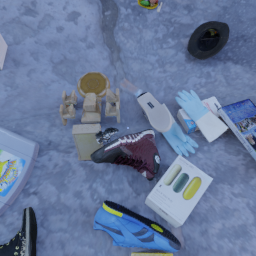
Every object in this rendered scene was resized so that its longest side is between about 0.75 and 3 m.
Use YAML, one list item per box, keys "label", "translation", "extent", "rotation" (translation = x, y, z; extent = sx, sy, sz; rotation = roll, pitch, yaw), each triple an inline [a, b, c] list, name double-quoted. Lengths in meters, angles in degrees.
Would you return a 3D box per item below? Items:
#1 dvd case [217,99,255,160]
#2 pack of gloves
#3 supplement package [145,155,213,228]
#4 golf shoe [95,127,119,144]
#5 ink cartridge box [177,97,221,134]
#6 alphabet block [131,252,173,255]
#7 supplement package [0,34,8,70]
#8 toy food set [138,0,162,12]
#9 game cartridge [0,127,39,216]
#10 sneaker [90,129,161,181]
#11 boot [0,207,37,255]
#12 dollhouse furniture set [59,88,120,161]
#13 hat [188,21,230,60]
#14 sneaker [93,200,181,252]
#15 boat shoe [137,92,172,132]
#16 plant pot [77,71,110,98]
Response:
- label: "dvd case"
  translation: [4.664, 0.248, 9.988]
  extent: [2.054, 0.253, 2.879]
  rotation: [-16, 64, -38]
- label: "pack of gloves"
  translation: [2.060, -0.268, 10.110]
  extent: [1.946, 0.457, 2.317]
  rotation: [-39, 64, 7]
- label: "supplement package"
  translation: [1.603, 2.074, 9.118]
  extent: [1.319, 1.309, 1.738]
  rotation: [36, 72, 14]
- label: "golf shoe"
  translation: [-0.663, 0.235, 8.949]
  extent: [0.809, 0.382, 0.314]
  rotation: [-19, 34, -25]
- label: "ink cartridge box"
  translation: [2.761, -0.494, 10.622]
  extent: [1.534, 0.520, 0.883]
  rotation: [-21, 67, -8]
- label: "alphabet block"
  translation: [0.696, 4.337, 8.238]
  extent: [1.206, 1.199, 1.228]
  rotation: [1, 66, -2]
- label: "supplement package"
  translation: [-5.917, -3.194, 11.513]
  extent: [1.365, 1.004, 1.306]
  rotation: [2, 67, 1]
- label: "toy food set"
  translation: [1.029, -5.925, 13.004]
  extent: [1.205, 0.394, 0.709]
  rotation: [23, 69, 10]
- label: "game cartridge"
  translation: [-4.471, 1.532, 9.792]
  extent: [1.947, 0.591, 2.920]
  rotation: [22, 69, 5]
- label: "sneaker"
  translation: [0.208, 1.073, 9.170]
  extent: [2.864, 1.084, 1.654]
  rotation: [-17, 79, -45]
- label: "boot"
  translation: [-3.711, 3.604, 8.794]
  extent: [1.558, 0.745, 2.063]
  rotation: [-7, 67, 0]
- label: "dollhouse furniture set"
  translation: [-1.339, -0.171, 10.298]
  extent: [2.109, 1.494, 2.295]
  rotation: [-3, 47, 1]
- label: "hat"
  translation: [3.415, -3.506, 11.709]
  extent: [1.893, 0.764, 1.893]
  rotation: [-15, 59, 26]
- label: "sneaker"
  translation: [0.245, 3.374, 8.894]
  extent: [2.824, 0.931, 1.107]
  rotation: [24, 89, 6]
- label: "boat shoe"
  translation: [1.053, -0.407, 10.023]
  extent: [0.757, 0.941, 2.028]
  rotation: [-29, 47, 4]
- label: "plant pot"
  translation: [-1.403, -1.758, 11.359]
  extent: [1.355, 0.186, 1.355]
  rotation: [0, 68, 0]
